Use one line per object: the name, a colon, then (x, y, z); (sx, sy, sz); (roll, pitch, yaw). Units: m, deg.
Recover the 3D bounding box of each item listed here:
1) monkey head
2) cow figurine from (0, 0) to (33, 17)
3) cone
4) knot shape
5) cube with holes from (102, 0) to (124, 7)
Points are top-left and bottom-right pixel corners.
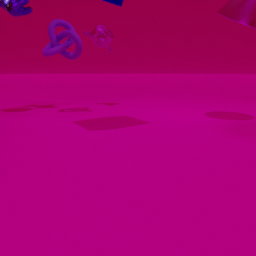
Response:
monkey head: (-1.013, -3.285, 10.410); (1.296, 0.932, 0.781); (29, -43, -21)
cow figurine: (-3.912, -3.986, 8.980); (1.346, 0.751, 1.367); (-26, 58, -14)
cone: (3.357, -3.424, 6.982); (1.630, 1.636, 1.630); (15, 31, -9)
knot shape: (-2.089, -2.838, 8.899); (1.377, 1.289, 0.636); (-4, -11, 9)
cube with holes: (-0.770, -3.453, 5.448); (1.382, 1.382, 1.382); (-3, 38, -42)
